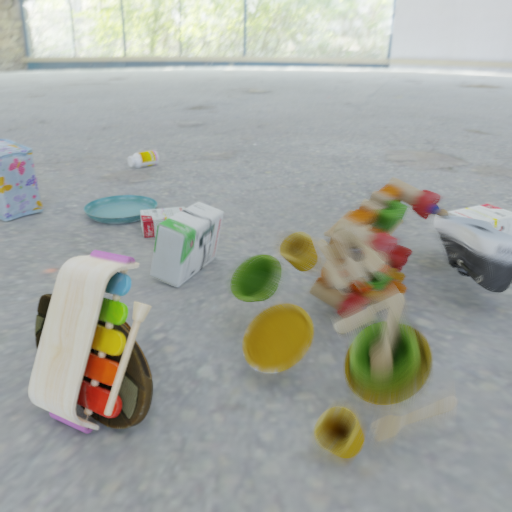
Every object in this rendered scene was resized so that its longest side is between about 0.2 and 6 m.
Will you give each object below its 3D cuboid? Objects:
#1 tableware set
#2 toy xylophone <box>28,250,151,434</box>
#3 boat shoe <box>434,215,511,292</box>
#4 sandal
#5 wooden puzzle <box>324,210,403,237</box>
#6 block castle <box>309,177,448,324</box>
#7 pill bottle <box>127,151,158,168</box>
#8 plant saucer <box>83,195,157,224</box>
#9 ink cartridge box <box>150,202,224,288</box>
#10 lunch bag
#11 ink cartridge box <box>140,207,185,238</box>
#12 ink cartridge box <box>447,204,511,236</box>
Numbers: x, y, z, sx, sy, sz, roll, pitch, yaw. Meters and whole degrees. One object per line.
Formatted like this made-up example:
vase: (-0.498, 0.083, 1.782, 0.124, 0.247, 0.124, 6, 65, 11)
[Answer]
tableware set: (0.732, 0.829, 6.521, 2.066, 0.471, 3.067, -27, 45, 10)
toy xylophone: (-1.768, 0.954, 6.077, 1.486, 2.030, 0.510, 20, 0, 32)
boat shoe: (3.547, -0.074, 9.194, 0.949, 0.900, 2.716, 7, 14, -4)
sandal: (-1.978, 1.177, 6.998, 0.749, 1.122, 2.745, 8, 5, -43)
wooden puzzle: (2.129, -0.491, 11.076, 1.173, 0.293, 1.267, 15, 34, 33)
block castle: (1.968, -0.069, 8.680, 1.131, 1.612, 2.412, 32, 37, 19)
pill bottle: (-3.366, -2.865, 16.653, 0.852, 0.444, 0.444, -18, 29, -35)
plant saucer: (-3.073, -1.048, 12.770, 1.646, 0.226, 1.646, 0, 23, 0)
ink cartridge box: (-1.178, -0.236, 9.777, 0.589, 1.023, 1.401, 22, 29, 16)
lunch bag: (-5.846, -1.778, 12.786, 1.168, 1.558, 1.837, -23, 35, -39)
ink cartridge box: (-1.919, -0.713, 11.768, 0.961, 0.398, 0.700, -6, 24, -13)
ink cartridge box: (4.608, -0.654, 11.505, 1.196, 0.499, 0.868, -11, 26, -23)
